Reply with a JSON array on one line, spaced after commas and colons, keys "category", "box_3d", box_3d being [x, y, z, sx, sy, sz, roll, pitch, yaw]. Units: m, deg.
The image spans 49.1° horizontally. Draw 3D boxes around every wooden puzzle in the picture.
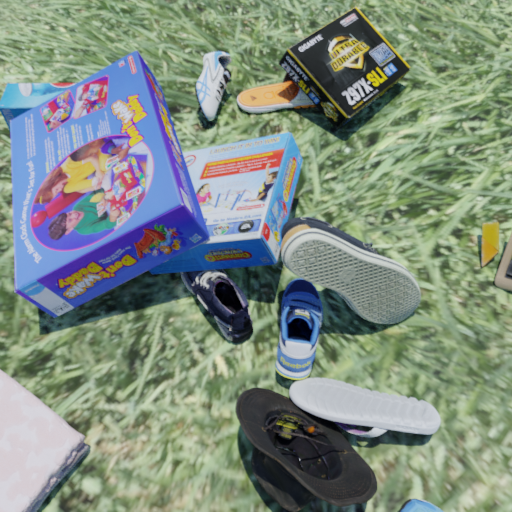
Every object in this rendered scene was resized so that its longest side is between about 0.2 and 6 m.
[{"category": "wooden puzzle", "box_3d": [5.400, 0.077, 10.691, 2.285, 0.267, 1.541, 9, 78, 31]}]

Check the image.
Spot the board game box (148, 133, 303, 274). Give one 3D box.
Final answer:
[{"category": "board game box", "box_3d": [-0.697, -1.021, 10.955, 2.781, 0.777, 2.723, -5, 49, 27]}]

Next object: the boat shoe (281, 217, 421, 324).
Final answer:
[{"category": "boat shoe", "box_3d": [1.690, 0.242, 9.814, 3.253, 1.213, 1.012, 27, 23, -30]}]

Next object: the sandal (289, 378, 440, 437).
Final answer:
[{"category": "sandal", "box_3d": [1.734, 2.633, 9.208, 2.476, 0.608, 1.008, 10, 20, 9]}]

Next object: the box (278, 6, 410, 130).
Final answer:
[{"category": "box", "box_3d": [2.194, -4.600, 13.609, 2.702, 0.667, 2.157, -40, 90, -28]}]

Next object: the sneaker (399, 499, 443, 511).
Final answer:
[{"category": "sneaker", "box_3d": [2.988, 4.325, 7.855, 0.884, 1.014, 2.254, -36, 63, -22]}]

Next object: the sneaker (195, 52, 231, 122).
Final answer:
[{"category": "sneaker", "box_3d": [-1.009, -4.180, 13.632, 0.743, 0.737, 2.051, -5, 62, 19]}]

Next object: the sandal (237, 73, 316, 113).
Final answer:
[{"category": "sandal", "box_3d": [0.895, -4.185, 13.797, 2.777, 0.796, 1.064, -15, 57, -11]}]

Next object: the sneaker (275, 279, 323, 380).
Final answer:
[{"category": "sneaker", "box_3d": [0.820, 1.114, 10.046, 0.807, 0.897, 2.182, 5, 43, 3]}]

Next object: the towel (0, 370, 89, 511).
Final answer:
[{"category": "towel", "box_3d": [-5.372, 3.472, 8.667, 3.960, 0.668, 4.146, 29, 61, 18]}]

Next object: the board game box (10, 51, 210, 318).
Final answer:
[{"category": "board game box", "box_3d": [-3.094, -1.628, 11.000, 3.262, 1.086, 4.851, -26, 52, 7]}]

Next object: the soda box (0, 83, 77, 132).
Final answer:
[{"category": "soda box", "box_3d": [-4.597, -3.513, 13.320, 2.618, 0.840, 0.888, 0, 55, -1]}]

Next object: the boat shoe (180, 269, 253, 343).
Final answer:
[{"category": "boat shoe", "box_3d": [-0.769, 0.514, 10.447, 0.822, 1.021, 2.202, -31, 60, -19]}]

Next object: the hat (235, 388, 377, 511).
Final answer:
[{"category": "hat", "box_3d": [0.532, 3.101, 8.441, 2.474, 2.474, 0.998, 33, 101, 20]}]
